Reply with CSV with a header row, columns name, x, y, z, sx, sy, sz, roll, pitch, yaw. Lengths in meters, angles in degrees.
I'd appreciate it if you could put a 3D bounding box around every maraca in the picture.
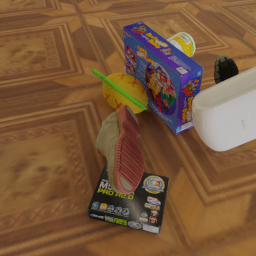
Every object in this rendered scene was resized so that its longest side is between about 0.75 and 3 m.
name,x,y,z,sx,sy,sz,roll,pitch,yaw
maraca,-0.246,-1.117,8.113,1.982,1.359,1.060,38,94,20

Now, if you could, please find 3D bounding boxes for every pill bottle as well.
name,x,y,z,sx,sy,sz,roll,pitch,yaw
pill bottle,1.454,-2.580,9.796,1.762,0.978,0.978,-36,55,-29

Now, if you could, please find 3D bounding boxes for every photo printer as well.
name,x,y,z,sx,sy,sz,roll,pitch,yaw
photo printer,2.664,-0.401,6.635,2.222,1.848,0.772,-24,44,11

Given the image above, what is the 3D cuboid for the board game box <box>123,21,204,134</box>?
name,x,y,z,sx,sy,sz,roll,pitch,yaw
board game box,0.849,-1.491,7.965,0.650,1.952,2.904,-23,49,-17

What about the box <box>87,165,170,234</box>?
name,x,y,z,sx,sy,sz,roll,pitch,yaw
box,0.049,1.504,6.111,1.552,0.344,1.243,10,46,10

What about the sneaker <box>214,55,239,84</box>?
name,x,y,z,sx,sy,sz,roll,pitch,yaw
sneaker,2.526,-1.157,7.142,0.599,1.589,0.630,-20,30,14

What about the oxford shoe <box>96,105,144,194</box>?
name,x,y,z,sx,sy,sz,roll,pitch,yaw
oxford shoe,-0.255,0.548,6.532,0.989,0.932,2.644,-27,30,20
